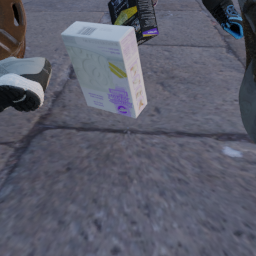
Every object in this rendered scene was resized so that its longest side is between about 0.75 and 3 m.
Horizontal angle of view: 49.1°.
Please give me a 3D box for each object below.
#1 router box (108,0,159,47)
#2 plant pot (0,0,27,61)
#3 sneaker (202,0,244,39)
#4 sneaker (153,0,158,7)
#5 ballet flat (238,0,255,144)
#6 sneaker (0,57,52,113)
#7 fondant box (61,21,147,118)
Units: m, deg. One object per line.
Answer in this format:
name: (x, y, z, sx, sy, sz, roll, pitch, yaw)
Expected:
router box: (0.101, -3.545, 9.001, 0.571, 1.720, 2.188, -15, 9, -21)
plant pot: (-3.450, -2.247, 6.262, 2.581, 2.581, 2.555, -19, 14, -25)
sneaker: (2.491, -2.920, 7.146, 1.562, 0.572, 0.640, 32, 50, -19)
sneaker: (0.574, -4.487, 10.005, 0.611, 0.719, 1.642, 37, 63, 1)
ballet flat: (1.457, -0.726, 2.836, 0.677, 2.010, 0.466, -15, -23, 40)
sneaker: (-1.566, -0.580, 3.549, 1.578, 0.583, 0.626, 5, 60, 30)
fondant box: (-0.469, -1.288, 6.421, 1.500, 2.079, 0.605, 16, 54, 27)
